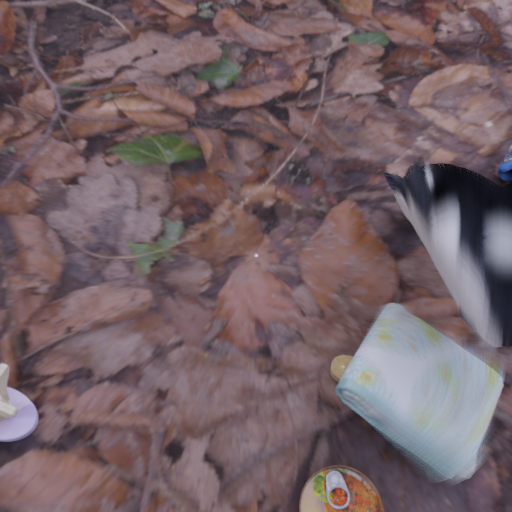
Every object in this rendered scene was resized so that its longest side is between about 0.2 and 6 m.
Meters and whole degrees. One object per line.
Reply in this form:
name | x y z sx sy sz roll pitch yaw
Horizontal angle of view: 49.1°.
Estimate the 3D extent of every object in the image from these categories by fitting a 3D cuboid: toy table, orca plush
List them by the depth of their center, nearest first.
orca plush | 2.843 -0.379 6.915 1.508 4.241 2.231 -25 95 12
toy table | -3.347 1.909 7.122 1.031 0.604 0.947 7 56 6

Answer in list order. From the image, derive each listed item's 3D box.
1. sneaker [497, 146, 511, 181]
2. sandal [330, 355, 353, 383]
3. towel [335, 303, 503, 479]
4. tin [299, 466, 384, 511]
sneaker | 4.930 -1.032 9.056 0.954 0.863 2.240 -41 57 -13
sandal | 1.788 1.544 7.404 1.569 0.516 0.575 8 55 5
towel | 2.042 1.611 6.864 1.790 0.431 1.532 36 52 9
tin | 1.037 3.309 6.356 0.971 0.363 1.734 -5 56 -9
